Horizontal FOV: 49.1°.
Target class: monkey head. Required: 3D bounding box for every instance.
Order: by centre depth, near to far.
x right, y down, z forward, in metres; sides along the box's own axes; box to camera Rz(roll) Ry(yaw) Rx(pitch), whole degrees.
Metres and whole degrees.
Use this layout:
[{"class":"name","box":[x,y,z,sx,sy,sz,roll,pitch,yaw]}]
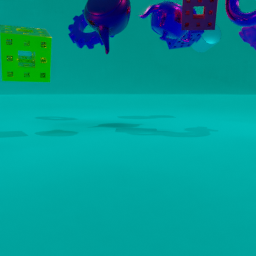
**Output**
[{"class":"monkey head","box":[3.574,-2.542,7.433,0.899,1.073,1.491,-36,-5,6]}]

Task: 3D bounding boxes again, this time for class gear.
[{"class":"gear","box":[-1.303,-3.858,10.616,1.958,1.958,0.362,3,-27,21]}]

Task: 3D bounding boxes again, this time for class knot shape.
[{"class":"knot shape","box":[2.944,-3.297,6.378,2.048,1.916,0.946,18,19,10]}]

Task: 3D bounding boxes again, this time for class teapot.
[{"class":"teapot","box":[-0.454,-2.657,6.714,1.141,1.835,0.898,0,-26,16]},{"class":"teapot","box":[1.170,-3.100,8.292,2.035,0.996,1.265,19,8,-34]}]

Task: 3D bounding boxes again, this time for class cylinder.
[{"class":"cylinder","box":[3.177,-3.714,11.513,0.940,0.940,0.940,-2,-5,-13]}]

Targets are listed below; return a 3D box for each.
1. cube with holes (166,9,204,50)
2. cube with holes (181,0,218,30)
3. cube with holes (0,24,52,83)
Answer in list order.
[{"class":"cube with holes","box":[2.122,-3.889,11.044,1.053,1.053,1.053,-14,-12,-24]},{"class":"cube with holes","box":[1.812,-3.011,7.181,0.826,0.826,0.826,3,30,11]},{"class":"cube with holes","box":[-2.467,-1.785,6.716,1.063,1.063,1.063,-2,28,-24]}]
